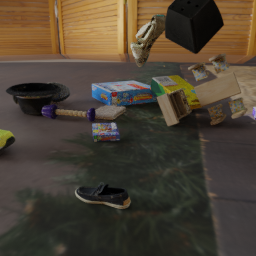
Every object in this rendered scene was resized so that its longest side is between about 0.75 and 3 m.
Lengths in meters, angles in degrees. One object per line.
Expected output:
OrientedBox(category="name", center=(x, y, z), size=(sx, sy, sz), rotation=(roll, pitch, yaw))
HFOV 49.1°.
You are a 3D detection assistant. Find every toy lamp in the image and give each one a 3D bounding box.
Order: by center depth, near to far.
OrientedBox(category="toy lamp", center=(-2.306, -0.577, 10.744), size=(2.052, 0.597, 0.597), rotation=(5, 19, 13))

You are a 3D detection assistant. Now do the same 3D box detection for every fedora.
OrientedBox(category="fedora", center=(-3.868, -1.184, 11.688), size=(2.403, 1.098, 2.403), rotation=(0, 20, 0))

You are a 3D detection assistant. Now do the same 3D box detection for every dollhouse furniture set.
OrientedBox(category="dollhouse furniture set", center=(2.614, -1.137, 10.032), size=(2.540, 2.226, 1.687), rotation=(-20, 4, 33))

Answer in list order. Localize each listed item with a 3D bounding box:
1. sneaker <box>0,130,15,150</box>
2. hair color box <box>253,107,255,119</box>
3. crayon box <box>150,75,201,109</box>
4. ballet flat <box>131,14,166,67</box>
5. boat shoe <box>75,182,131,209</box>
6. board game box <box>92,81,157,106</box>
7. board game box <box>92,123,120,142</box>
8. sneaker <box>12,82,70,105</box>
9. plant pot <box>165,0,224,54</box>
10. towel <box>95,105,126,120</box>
OrientedBox(category="sneaker", center=(-4.532, -0.002, 7.878), size=(2.894, 1.307, 1.131), rotation=(7, 18, 15))
OrientedBox(category="hair color box", center=(5.301, -0.572, 11.129), size=(0.526, 0.312, 0.962), rotation=(6, 18, 16))
OrientedBox(category="crayon box", center=(2.337, -1.510, 12.622), size=(1.590, 0.636, 2.505), rotation=(-10, 40, -30))
OrientedBox(category="ballet flat", center=(0.712, -3.811, 12.222), size=(1.017, 2.700, 0.916), rotation=(-3, 56, -34))
OrientedBox(category="boat shoe", center=(-0.507, 1.285, 5.542), size=(1.169, 0.364, 0.436), rotation=(6, 21, 21))
OrientedBox(category="board game box", center=(-0.238, -1.784, 14.081), size=(2.472, 0.705, 2.525), rotation=(-8, 20, -25))
OrientedBox(category="board game box", center=(-0.742, 0.115, 9.222), size=(0.840, 0.214, 1.242), rotation=(-2, 19, -7))
OrientedBox(category="sneaker", center=(-4.182, -1.732, 13.614), size=(2.682, 0.999, 1.168), rotation=(-6, 15, -20))
OrientedBox(category="plant pot", center=(2.167, -3.753, 9.496), size=(1.528, 1.355, 1.524), rotation=(-47, 61, -6))
OrientedBox(category="towel", center=(-0.775, -0.660, 11.459), size=(0.999, 0.260, 1.508), rotation=(6, 20, 18))
